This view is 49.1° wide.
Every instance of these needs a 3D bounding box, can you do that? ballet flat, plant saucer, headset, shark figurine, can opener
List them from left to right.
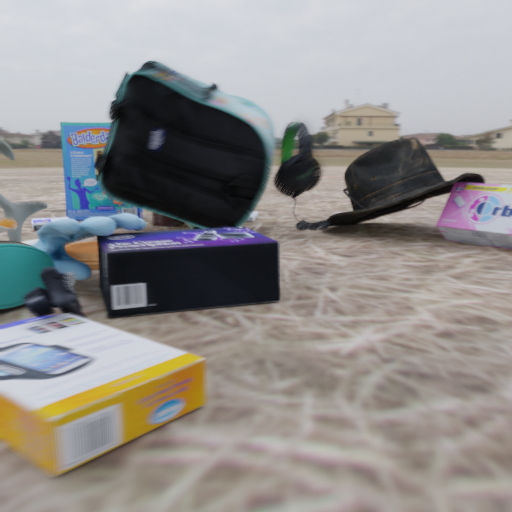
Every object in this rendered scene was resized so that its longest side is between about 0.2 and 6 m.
[{"bbox_3d":[-3.185,0.329,5.821,0.829,0.824,2.424,-4,9,20],"label":"ballet flat"},{"bbox_3d":[-3.416,-1.001,6.640,1.230,2.059,0.859,14,50,10],"label":"shark figurine"},{"bbox_3d":[-1.753,0.398,5.089,0.440,0.355,1.120,-17,-17,-7],"label":"can opener"},{"bbox_3d":[-2.536,-0.034,8.964,1.379,0.258,1.379,0,11,0],"label":"plant saucer"},{"bbox_3d":[0.943,-1.567,11.109,1.003,2.135,1.318,-1,-3,-14],"label":"headset"}]

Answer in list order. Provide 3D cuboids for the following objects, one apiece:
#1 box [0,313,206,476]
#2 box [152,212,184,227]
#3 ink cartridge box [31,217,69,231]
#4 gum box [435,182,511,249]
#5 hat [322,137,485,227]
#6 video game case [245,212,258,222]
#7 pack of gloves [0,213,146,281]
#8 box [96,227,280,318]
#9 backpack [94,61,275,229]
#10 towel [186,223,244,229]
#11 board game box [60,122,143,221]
[{"bbox_3d":[-1.485,0.862,4.136,2.008,0.417,1.196,6,13,40],"label":"box"},{"bbox_3d":[-2.030,-0.939,12.925,0.584,0.479,0.484,7,13,27],"label":"box"},{"bbox_3d":[-4.606,-0.725,12.603,0.820,0.180,0.828,-4,14,-22],"label":"ink cartridge box"},{"bbox_3d":[4.338,-0.734,10.195,1.767,1.003,0.584,13,-20,47],"label":"gum box"},{"bbox_3d":[2.879,-1.631,11.715,3.474,1.401,3.474,-14,-4,-1],"label":"hat"},{"bbox_3d":[-0.538,-0.995,14.080,1.057,0.138,1.161,1,12,6],"label":"video game case"},{"bbox_3d":[-3.443,0.145,6.979,3.845,0.759,3.230,-9,1,45],"label":"pack of gloves"},{"bbox_3d":[-0.875,0.130,6.861,1.995,0.787,1.408,-4,9,-19],"label":"box"},{"bbox_3d":[-1.233,-2.160,11.508,3.257,2.863,2.497,23,26,-1],"label":"backpack"},{"bbox_3d":[-1.430,-1.304,13.119,1.609,0.247,2.109,-11,45,-42],"label":"towel"},{"bbox_3d":[-3.741,-2.054,13.673,1.809,2.378,0.535,0,12,-2],"label":"board game box"}]
